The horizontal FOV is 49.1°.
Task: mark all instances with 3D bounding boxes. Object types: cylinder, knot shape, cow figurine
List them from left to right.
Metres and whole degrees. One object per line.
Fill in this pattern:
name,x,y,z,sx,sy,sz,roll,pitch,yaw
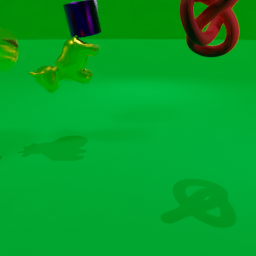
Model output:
cylinder,-3.507,-1.999,6.914,1.098,1.098,1.098,9,7,24
cow figurine,-1.723,-1.699,7.510,1.622,1.649,0.905,15,19,-5
cylinder,-1.305,-3.152,8.092,0.929,0.929,0.929,-9,24,4
knot shape,1.701,-2.062,5.610,1.619,1.515,0.748,-29,51,-12
